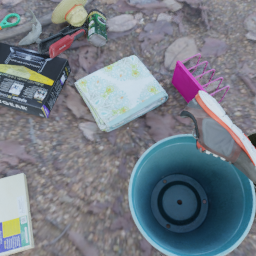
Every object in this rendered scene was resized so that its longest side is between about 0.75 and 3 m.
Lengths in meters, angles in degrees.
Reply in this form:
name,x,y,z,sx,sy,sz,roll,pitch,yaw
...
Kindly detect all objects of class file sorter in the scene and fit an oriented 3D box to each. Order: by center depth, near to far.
name,x,y,z,sx,sy,sz,roll,pitch,yaw
file sorter,2.533,-1.571,9.868,1.084,1.201,1.728,-27,66,-15

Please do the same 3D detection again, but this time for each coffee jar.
name,x,y,z,sx,sy,sz,roll,pitch,yaw
coffee jar,-1.255,-4.096,11.377,0.780,0.638,1.495,22,53,-40

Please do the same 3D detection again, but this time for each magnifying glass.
name,x,y,z,sx,sy,sz,roll,pitch,yaw
magnifying glass,-5.281,-4.383,11.878,1.557,0.174,0.620,-42,70,-18

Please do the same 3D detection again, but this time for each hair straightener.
name,x,y,z,sx,sy,sz,roll,pitch,yaw
hair straightener,-2.540,-3.686,10.922,1.138,0.605,2.957,22,49,15

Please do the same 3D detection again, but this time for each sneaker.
name,x,y,z,sx,sy,sz,roll,pitch,yaw
sneaker,1.726,0.277,5.211,0.817,0.769,1.994,-40,73,21

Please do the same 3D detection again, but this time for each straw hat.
name,x,y,z,sx,sy,sz,roll,pitch,yaw
straw hat,-2.092,-4.562,11.309,1.868,1.868,0.791,-39,93,-18

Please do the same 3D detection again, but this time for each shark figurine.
name,x,y,z,sx,sy,sz,roll,pitch,yaw
shark figurine,-3.830,-4.101,11.461,0.994,0.694,1.664,6,65,2

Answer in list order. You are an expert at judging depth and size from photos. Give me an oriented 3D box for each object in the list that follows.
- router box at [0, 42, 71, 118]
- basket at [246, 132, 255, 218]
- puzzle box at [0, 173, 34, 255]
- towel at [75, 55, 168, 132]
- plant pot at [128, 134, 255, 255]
name,x,y,z,sx,sy,sz,roll,pitch,yaw
router box,-3.846,-1.786,10.216,2.845,0.743,2.237,16,64,8
basket,3.613,1.525,7.539,2.266,2.513,1.709,37,69,18
puzzle box,-3.665,2.582,8.250,1.492,0.285,2.243,-13,64,-7
towel,-0.267,-1.324,10.045,2.697,0.649,2.309,-28,67,-14
plant pot,1.434,1.850,7.265,2.726,2.561,2.726,-1,70,3
